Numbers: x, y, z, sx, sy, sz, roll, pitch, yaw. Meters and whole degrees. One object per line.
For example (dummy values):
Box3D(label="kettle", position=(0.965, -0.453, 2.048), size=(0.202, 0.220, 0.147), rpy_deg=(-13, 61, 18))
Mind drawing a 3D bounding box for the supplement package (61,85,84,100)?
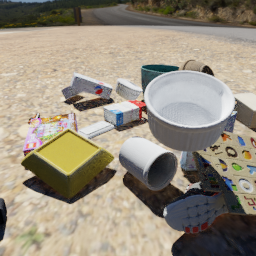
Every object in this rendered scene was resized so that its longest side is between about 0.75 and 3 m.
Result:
Box3D(label="supplement package", position=(-2.760, -1.880, 14.039), size=(0.565, 0.544, 0.993), rpy_deg=(-18, 12, 35))

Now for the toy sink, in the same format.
Box3D(label="toy sink", position=(5.007, -0.718, 11.461), size=(1.005, 0.864, 1.542), rpy_deg=(-7, 31, -14))

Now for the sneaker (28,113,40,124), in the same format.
Box3D(label="sneaker", position=(-3.828, -0.382, 11.392), size=(0.386, 0.300, 0.857), rpy_deg=(1, 27, -6))

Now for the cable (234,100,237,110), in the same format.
Box3D(label="cable", position=(4.676, -1.180, 13.085), size=(1.528, 0.388, 1.247), rpy_deg=(-1, 20, 4))

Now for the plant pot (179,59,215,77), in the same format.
Box3D(label="plant pot", position=(2.239, -1.511, 8.693), size=(1.382, 1.382, 0.638), rpy_deg=(-23, 7, -40))

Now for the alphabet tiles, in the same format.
Box3D(label="alphabet tiles", position=(2.924, 1.044, 6.961), size=(2.932, 0.093, 2.439), rpy_deg=(10, 45, -19))

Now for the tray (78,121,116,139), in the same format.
Box3D(label="tray", position=(-1.251, 0.033, 10.688), size=(0.806, 0.166, 1.501), rpy_deg=(23, 34, 38))

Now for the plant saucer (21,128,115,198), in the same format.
Box3D(label="plant saucer", position=(-1.699, 0.783, 8.024), size=(1.971, 0.478, 1.971), rpy_deg=(28, 44, 24))

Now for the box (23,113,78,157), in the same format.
Box3D(label="box", position=(-2.598, 0.238, 9.752), size=(1.686, 0.482, 2.465), rpy_deg=(-10, 27, -8))

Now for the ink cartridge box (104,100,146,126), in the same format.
Box3D(label="ink cartridge box", position=(-0.080, -0.681, 11.714), size=(1.658, 0.558, 0.963), rpy_deg=(-18, 31, -33))

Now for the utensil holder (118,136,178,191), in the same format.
Box3D(label="utensil holder", position=(0.521, 0.931, 7.752), size=(1.124, 1.124, 1.322), rpy_deg=(-17, 27, -32))

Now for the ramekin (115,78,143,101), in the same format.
Box3D(label="ramekin", position=(-0.008, -1.197, 8.864), size=(0.875, 0.407, 0.875), rpy_deg=(23, 21, -9))

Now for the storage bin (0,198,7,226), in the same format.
Box3D(label="storage bin", position=(-3.177, 1.925, 6.299), size=(0.773, 0.523, 0.362), rpy_deg=(-6, 27, -12))

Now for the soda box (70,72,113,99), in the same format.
Box3D(label="soda box", position=(-1.775, -2.043, 13.697), size=(1.971, 0.628, 0.671), rpy_deg=(15, 20, -23))

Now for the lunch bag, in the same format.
Box3D(label="lunch bag", position=(2.335, 0.331, 8.402), size=(1.877, 1.591, 1.193), rpy_deg=(-17, 29, -37))

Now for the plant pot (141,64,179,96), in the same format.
Box3D(label="plant pot", position=(1.579, -1.905, 12.883), size=(2.117, 1.699, 2.117), rpy_deg=(3, 22, -1))

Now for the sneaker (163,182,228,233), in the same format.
Box3D(label="sneaker", position=(1.615, 1.732, 6.558), size=(2.278, 0.878, 0.933), rpy_deg=(-5, 13, -33))

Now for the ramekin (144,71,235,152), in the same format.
Box3D(label="ramekin", position=(1.299, -0.362, 6.210), size=(1.882, 0.917, 1.882), rpy_deg=(-2, 46, 2))

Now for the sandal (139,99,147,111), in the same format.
Box3D(label="sandal", position=(0.960, -0.947, 12.274), size=(1.315, 0.522, 0.375), rpy_deg=(24, 23, 40))
